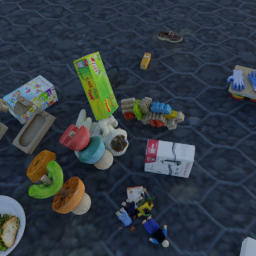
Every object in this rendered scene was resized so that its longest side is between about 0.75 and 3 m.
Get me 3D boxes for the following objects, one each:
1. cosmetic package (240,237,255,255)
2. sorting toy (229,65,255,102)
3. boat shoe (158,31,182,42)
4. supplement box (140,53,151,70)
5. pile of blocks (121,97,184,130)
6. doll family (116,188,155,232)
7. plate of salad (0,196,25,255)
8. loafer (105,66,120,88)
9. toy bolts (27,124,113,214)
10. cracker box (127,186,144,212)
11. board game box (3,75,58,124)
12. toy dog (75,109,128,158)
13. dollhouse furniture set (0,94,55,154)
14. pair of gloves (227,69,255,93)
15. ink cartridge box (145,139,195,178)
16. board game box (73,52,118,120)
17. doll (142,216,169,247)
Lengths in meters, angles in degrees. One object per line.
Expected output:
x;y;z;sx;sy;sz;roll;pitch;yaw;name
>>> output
3.434;3.659;7.966;0.386;0.489;0.910;20;56;15;cosmetic package
5.282;-1.789;12.082;1.667;0.584;1.677;18;55;14;sorting toy
2.180;-4.761;14.450;1.244;0.448;0.449;13;54;10;boat shoe
0.833;-3.182;13.335;0.309;0.299;0.898;12;53;9;supplement box
0.896;-0.516;10.826;2.528;1.038;0.786;10;53;7;pile of blocks
0.278;2.574;8.624;1.431;0.827;0.561;-31;22;-3;doll family
-4.214;2.993;8.465;2.113;0.508;2.113;0;53;0;plate of salad
-0.962;-2.034;12.148;0.741;0.767;2.184;24;56;14;loafer
-1.809;1.343;9.308;2.650;1.838;2.532;-54;27;-13;toy bolts
0.277;2.328;9.147;0.533;0.230;0.796;-6;52;-4;cracker box
-3.918;-1.165;11.387;0.937;0.921;1.787;37;61;25;board game box
-0.912;0.353;10.050;1.901;1.327;1.843;15;66;10;toy dog
-4.197;-0.238;9.691;2.149;1.751;2.043;32;84;8;dollhouse furniture set
5.006;-1.994;11.753;1.660;0.189;1.334;10;53;7;pair of gloves
1.392;1.051;9.544;1.564;1.148;0.648;8;52;7;ink cartridge box
-1.065;-1.465;9.751;0.505;2.122;1.078;-11;21;24;board game box
0.888;3.161;8.503;0.675;0.240;0.989;-30;58;-20;doll
